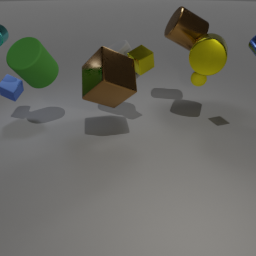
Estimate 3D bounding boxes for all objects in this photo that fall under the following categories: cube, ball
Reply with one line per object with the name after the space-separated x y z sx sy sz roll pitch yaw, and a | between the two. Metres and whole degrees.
0.487 -2.524 10.402 0.700 0.700 0.700 -35 55 -17 | cube
-4.871 -1.667 11.688 0.700 0.700 0.700 24 59 -2 | cube
3.080 -2.159 12.189 0.700 0.700 0.700 0 28 0 | ball
-0.684 -1.728 9.854 1.400 1.400 1.400 13 61 -36 | cube

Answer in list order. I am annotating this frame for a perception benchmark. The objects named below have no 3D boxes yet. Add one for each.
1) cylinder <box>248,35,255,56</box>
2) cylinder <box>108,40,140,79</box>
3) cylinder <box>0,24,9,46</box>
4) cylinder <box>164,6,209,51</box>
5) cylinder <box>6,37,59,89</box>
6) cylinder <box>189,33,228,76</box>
4.443 -2.648 9.159 0.700 0.700 0.700 -10 59 -18 | cylinder
-0.313 -2.646 11.584 1.400 1.400 1.400 -25 30 16 | cylinder
-4.749 -3.314 10.058 0.700 0.700 0.700 -1 32 -3 | cylinder
2.511 -4.256 12.095 1.400 1.400 1.400 24 24 -16 | cylinder
-3.543 -2.417 10.520 1.400 1.400 1.400 -5 68 12 | cylinder
3.181 -2.916 11.042 1.400 1.400 1.400 9 28 16 | cylinder
